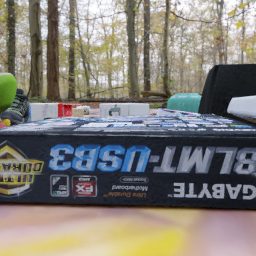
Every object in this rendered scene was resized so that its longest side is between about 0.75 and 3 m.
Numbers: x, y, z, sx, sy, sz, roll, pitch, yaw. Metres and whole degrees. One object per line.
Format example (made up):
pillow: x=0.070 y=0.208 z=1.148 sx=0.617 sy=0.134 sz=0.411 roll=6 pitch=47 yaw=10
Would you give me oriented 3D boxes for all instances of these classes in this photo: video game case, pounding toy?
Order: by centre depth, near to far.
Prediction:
video game case: x=2.464 y=0.145 z=3.041 sx=2.364 sy=0.285 sz=2.593 roll=20 pitch=9 yaw=8
pounding toy: x=-3.658 y=-0.129 z=6.882 sx=2.712 sy=1.259 sz=2.094 roll=-28 pitch=8 yaw=22

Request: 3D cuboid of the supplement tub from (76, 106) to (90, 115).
supplement tub: x=-3.649 y=-1.407 z=22.655 sx=0.998 sy=0.724 sz=0.724 roll=-3 pitch=6 yaw=-25

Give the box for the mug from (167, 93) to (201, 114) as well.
mug: x=2.625 y=-0.947 z=13.407 sx=2.228 sy=1.378 sz=1.831 roll=4 pitch=6 yaw=40

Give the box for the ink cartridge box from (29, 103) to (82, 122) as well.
ink cartridge box: x=-3.879 y=-0.806 z=14.425 sx=2.742 sy=0.922 sz=1.593 roll=0 pitch=5 yaw=4

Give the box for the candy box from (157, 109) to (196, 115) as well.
candy box: x=1.415 y=-0.016 z=5.976 sx=1.647 sy=0.589 sz=1.382 roll=9 pitch=5 yaw=5

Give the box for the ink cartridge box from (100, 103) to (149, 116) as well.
ink cartridge box: x=-0.179 y=-0.821 z=14.605 sx=2.198 sy=0.924 sz=1.604 roll=5 pitch=7 yaw=43

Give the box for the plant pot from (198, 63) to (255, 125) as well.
plant pot: x=3.306 y=-0.842 z=8.496 sx=2.296 sy=2.041 sz=2.301 roll=0 pitch=6 yaw=9

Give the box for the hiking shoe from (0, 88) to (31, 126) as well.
hiking shoe: x=-4.410 y=-0.765 z=10.614 sx=1.124 sy=1.493 sz=2.967 roll=-1 pitch=5 yaw=-11

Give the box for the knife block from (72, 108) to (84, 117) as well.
knife block: x=-3.767 y=-0.804 z=16.177 sx=1.998 sy=0.639 sz=1.754 roll=2 pitch=6 yaw=14

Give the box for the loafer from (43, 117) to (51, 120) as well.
loafer: x=-3.421 y=-0.303 z=12.575 sx=0.829 sy=0.302 sz=0.300 roll=8 pitch=-9 yaw=-37

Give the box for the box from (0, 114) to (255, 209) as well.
box: x=0.048 y=0.214 z=3.791 sx=2.962 sy=0.736 sz=2.940 roll=0 pitch=4 yaw=2

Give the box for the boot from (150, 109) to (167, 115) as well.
boot: x=1.709 y=-0.802 z=16.200 sx=0.802 sy=0.385 sz=1.097 roll=-7 pitch=-17 yaw=-21
